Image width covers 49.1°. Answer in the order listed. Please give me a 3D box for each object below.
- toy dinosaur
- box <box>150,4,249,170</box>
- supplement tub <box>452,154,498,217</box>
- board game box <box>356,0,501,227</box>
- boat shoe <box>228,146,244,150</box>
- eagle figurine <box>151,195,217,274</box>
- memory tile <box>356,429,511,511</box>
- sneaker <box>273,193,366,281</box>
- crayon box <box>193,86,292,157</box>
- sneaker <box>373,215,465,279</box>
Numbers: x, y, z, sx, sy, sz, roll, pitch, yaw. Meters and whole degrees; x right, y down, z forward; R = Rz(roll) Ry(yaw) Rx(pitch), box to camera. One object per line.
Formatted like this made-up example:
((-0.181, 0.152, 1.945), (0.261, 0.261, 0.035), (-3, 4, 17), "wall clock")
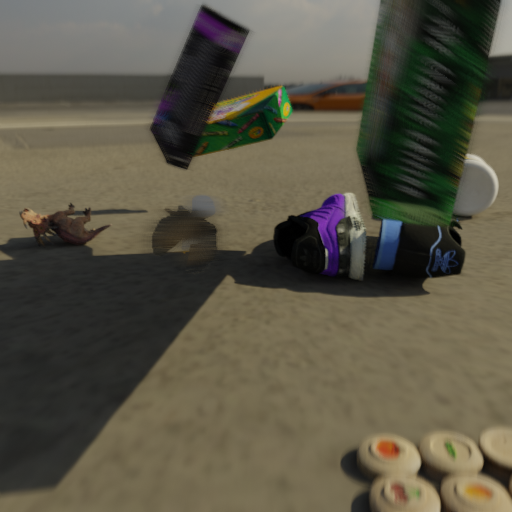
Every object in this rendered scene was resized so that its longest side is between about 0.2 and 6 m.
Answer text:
((-3.337, -0.453, 9.851), (1.434, 0.616, 0.972), (15, 28, -1), "toy dinosaur")
((-0.776, -2.139, 7.054), (0.330, 1.829, 1.308), (18, 23, -29), "box")
((4.559, -1.603, 12.319), (1.208, 1.208, 1.670), (4, 17, 13), "supplement tub")
((1.697, -2.403, 6.285), (0.688, 3.073, 5.866), (7, 16, 7), "board game box")
((-0.941, -2.580, 12.211), (1.653, 0.589, 0.498), (-3, 5, -10), "boat shoe")
((-0.570, -0.185, 4.726), (0.477, 0.474, 0.629), (-12, 26, 10), "eagle figurine")
((1.484, 1.729, 3.588), (1.454, 0.159, 1.897), (0, 17, 0), "memory tile")
((0.954, -0.422, 9.040), (1.356, 0.948, 2.727), (0, 18, 3), "sneaker")
((-0.397, -2.242, 9.456), (1.786, 0.520, 1.061), (-6, 33, 30), "crayon box")
((2.597, -0.372, 8.945), (1.217, 1.095, 3.123), (12, 23, 11), "sneaker")
